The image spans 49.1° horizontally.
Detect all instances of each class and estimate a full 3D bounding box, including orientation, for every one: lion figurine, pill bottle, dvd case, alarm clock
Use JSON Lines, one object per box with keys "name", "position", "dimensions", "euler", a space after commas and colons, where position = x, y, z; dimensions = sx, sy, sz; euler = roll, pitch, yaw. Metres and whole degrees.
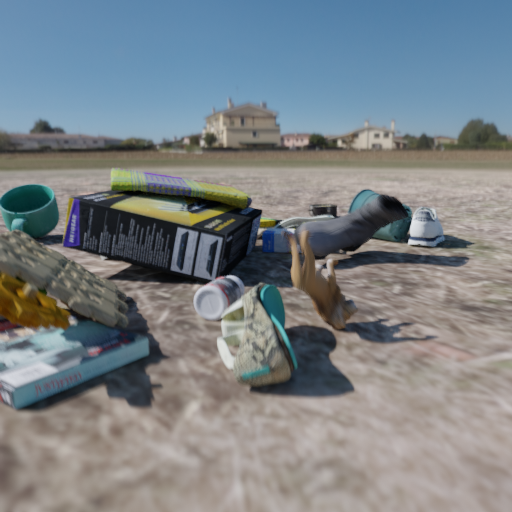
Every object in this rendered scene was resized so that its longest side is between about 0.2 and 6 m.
{"name": "lion figurine", "position": [0.708, 0.319, 6.782], "dimensions": [0.494, 0.835, 1.363], "euler": [-20, -38, 37]}
{"name": "pill bottle", "position": [-0.477, 0.551, 7.624], "dimensions": [0.478, 0.478, 0.825], "euler": [4, 12, 17]}
{"name": "dvd case", "position": [-2.528, 0.983, 6.085], "dimensions": [2.228, 0.245, 1.626], "euler": [6, 13, 35]}
{"name": "alarm clock", "position": [2.114, -1.399, 17.381], "dimensions": [0.863, 0.426, 1.280], "euler": [4, 14, 22]}

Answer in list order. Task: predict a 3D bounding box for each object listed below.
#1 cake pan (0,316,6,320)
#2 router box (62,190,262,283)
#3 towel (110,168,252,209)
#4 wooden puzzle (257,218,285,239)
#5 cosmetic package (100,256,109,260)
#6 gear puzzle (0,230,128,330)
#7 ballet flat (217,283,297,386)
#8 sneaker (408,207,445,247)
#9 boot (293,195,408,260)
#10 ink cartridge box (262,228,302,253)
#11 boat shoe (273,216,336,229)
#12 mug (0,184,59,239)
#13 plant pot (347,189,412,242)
{"name": "cake pan", "position": [-3.601, 0.534, 7.016], "dimensions": [1.758, 0.322, 1.758], "euler": [-1, 11, 0]}
{"name": "router box", "position": [-1.561, -0.572, 10.823], "dimensions": [2.784, 0.925, 3.541], "euler": [13, 13, 7]}
{"name": "towel", "position": [-1.569, -1.394, 11.601], "dimensions": [2.828, 0.322, 2.031], "euler": [6, 13, -16]}
{"name": "wooden puzzle", "position": [-0.201, -0.829, 14.634], "dimensions": [1.967, 0.396, 2.126], "euler": [7, 14, 31]}
{"name": "cosmetic package", "position": [-2.852, -0.200, 11.336], "dimensions": [0.333, 0.395, 0.764], "euler": [-28, -4, 26]}
{"name": "gear puzzle", "position": [-2.422, 0.422, 6.568], "dimensions": [1.868, 0.472, 3.606], "euler": [32, -2, -15]}
{"name": "ballet flat", "position": [-0.044, 0.812, 6.085], "dimensions": [0.787, 0.709, 2.091], "euler": [-19, 13, 3]}
{"name": "sneaker", "position": [4.036, -0.747, 13.174], "dimensions": [0.790, 0.832, 2.067], "euler": [2, 10, 18]}
{"name": "boot", "position": [1.855, -0.665, 10.792], "dimensions": [1.519, 0.805, 2.307], "euler": [-36, -14, 38]}
{"name": "ink cartridge box", "position": [0.813, -0.328, 12.058], "dimensions": [1.280, 0.430, 0.744], "euler": [2, 12, 10]}
{"name": "boat shoe", "position": [1.169, -0.556, 12.751], "dimensions": [1.683, 0.602, 0.503], "euler": [-10, 25, -16]}
{"name": "mug", "position": [-5.501, -0.933, 13.451], "dimensions": [1.266, 0.952, 1.540], "euler": [22, 44, 21]}
{"name": "plant pot", "position": [2.999, -0.902, 13.393], "dimensions": [1.199, 1.199, 1.174], "euler": [-10, 23, -40]}
